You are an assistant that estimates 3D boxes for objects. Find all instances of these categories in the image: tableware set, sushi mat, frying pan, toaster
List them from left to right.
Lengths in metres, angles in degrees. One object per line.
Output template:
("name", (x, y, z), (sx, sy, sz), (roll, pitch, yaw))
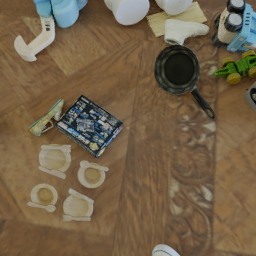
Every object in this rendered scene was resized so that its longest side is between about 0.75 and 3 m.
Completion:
("tableware set", (-1.453, 1.349, 6.651), (1.624, 0.226, 1.944), (18, 103, -5))
("sushi mat", (1.618, -3.673, 9.435), (1.928, 0.117, 0.922), (-20, 71, -8))
("frying pan", (1.783, -1.444, 7.960), (2.348, 1.420, 0.382), (33, 31, 19))
("toaster", (4.581, -1.171, 7.468), (2.197, 1.987, 1.304), (-22, 73, -8))

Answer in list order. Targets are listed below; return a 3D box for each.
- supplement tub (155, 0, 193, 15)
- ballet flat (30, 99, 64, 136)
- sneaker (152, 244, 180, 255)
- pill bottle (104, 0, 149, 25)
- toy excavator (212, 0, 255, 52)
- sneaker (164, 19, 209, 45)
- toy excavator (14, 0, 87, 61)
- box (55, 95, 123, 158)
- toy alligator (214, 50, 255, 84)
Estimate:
("supplement tub", (1.325, -4.712, 9.210), (1.222, 1.222, 1.681), (-20, 68, -8))
("ballet flat", (-2.205, -0.270, 7.959), (0.450, 0.450, 1.273), (39, 73, 14))
("sneaker", (0.997, 3.392, 5.874), (0.680, 0.660, 1.863), (-24, 93, 29))
("pill bottle", (-0.249, -4.698, 9.138), (1.403, 1.403, 2.421), (-17, 69, -7))
("toy excavator", (3.823, -2.742, 8.653), (2.180, 1.089, 2.120), (16, 70, -3))
("sneaker", (1.860, -2.956, 8.999), (1.419, 0.523, 0.820), (7, 81, 1))
("toy excavator", (-2.435, -3.571, 8.898), (2.498, 1.283, 2.569), (-12, 78, -4))
("box", (-1.081, -0.070, 7.871), (1.523, 0.350, 1.210), (34, 72, 12))
("toy alligator", (3.736, -1.863, 8.298), (2.344, 0.563, 0.777), (-15, 64, 15))
